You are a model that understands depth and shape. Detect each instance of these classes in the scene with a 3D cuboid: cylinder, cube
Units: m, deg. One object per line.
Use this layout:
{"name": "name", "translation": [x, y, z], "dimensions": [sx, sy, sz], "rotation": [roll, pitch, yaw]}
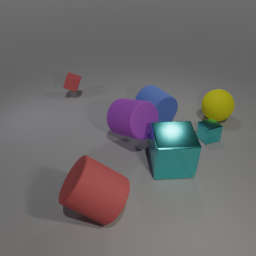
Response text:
{"name": "cylinder", "translation": [-0.898, 1.654, 7.498], "dimensions": [1.400, 1.400, 1.400], "rotation": [32, 25, -18]}
{"name": "cube", "translation": [3.255, 0.131, 11.226], "dimensions": [0.700, 0.700, 0.700], "rotation": [-13, 33, -18]}
{"name": "cube", "translation": [-2.862, -2.368, 14.431], "dimensions": [0.700, 0.700, 0.700], "rotation": [17, 23, -10]}
{"name": "cylinder", "translation": [0.166, -0.354, 10.405], "dimensions": [1.400, 1.400, 1.400], "rotation": [-25, 25, -36]}
{"name": "cube", "translation": [1.503, 0.733, 9.417], "dimensions": [1.400, 1.400, 1.400], "rotation": [-2, 38, -4]}
{"name": "cylinder", "translation": [1.240, -1.011, 12.429], "dimensions": [1.400, 1.400, 1.400], "rotation": [-17, 36, -26]}

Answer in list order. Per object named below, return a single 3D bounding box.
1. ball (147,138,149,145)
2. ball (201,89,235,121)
{"name": "ball", "translation": [1.087, 0.469, 10.672], "dimensions": [0.700, 0.700, 0.700], "rotation": [0, 31, 0]}
{"name": "ball", "translation": [3.981, -1.010, 12.432], "dimensions": [1.400, 1.400, 1.400], "rotation": [0, 31, 0]}
